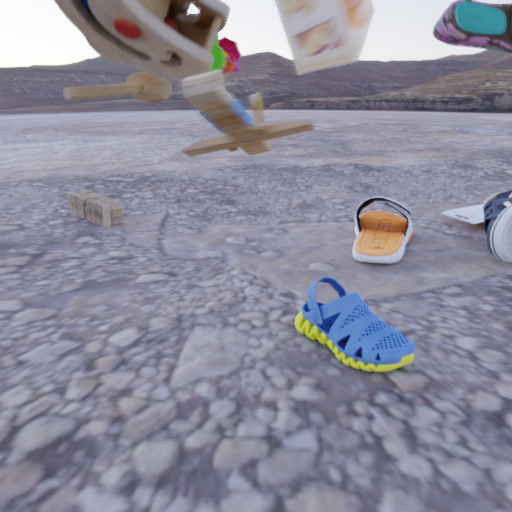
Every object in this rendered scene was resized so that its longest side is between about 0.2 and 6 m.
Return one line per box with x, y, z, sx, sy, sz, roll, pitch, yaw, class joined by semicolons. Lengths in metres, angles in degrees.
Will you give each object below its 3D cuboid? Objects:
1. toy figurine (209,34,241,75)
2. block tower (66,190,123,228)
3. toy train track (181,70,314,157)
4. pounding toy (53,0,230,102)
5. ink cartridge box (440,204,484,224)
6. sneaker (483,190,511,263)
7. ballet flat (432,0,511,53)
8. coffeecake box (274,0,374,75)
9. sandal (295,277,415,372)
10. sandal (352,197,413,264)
-0.681;-3.821;10.634;1.304;0.979;1.200;53;28;19;toy figurine
-3.534;-1.056;12.284;0.517;0.483;1.790;-16;24;-37;block tower
-0.291;-1.902;7.375;1.897;0.538;3.307;-10;-2;11;toy train track
-1.325;-2.410;6.179;1.563;1.568;2.733;13;-12;19;pounding toy
4.704;-0.778;11.831;1.258;0.297;1.007;-12;22;-22;ink cartridge box
4.518;-0.554;10.048;0.989;0.977;2.491;0;20;46;sneaker
2.859;-2.657;6.626;1.679;0.580;0.597;1;2;-15;ballet flat
0.440;-2.278;4.218;0.507;1.388;1.066;-6;39;26;coffeecake box
1.073;0.754;6.421;0.677;0.742;1.704;-12;23;-37;sandal
2.391;-0.643;10.440;1.132;0.846;2.954;4;19;12;sandal
